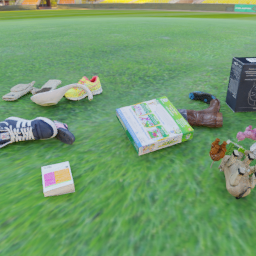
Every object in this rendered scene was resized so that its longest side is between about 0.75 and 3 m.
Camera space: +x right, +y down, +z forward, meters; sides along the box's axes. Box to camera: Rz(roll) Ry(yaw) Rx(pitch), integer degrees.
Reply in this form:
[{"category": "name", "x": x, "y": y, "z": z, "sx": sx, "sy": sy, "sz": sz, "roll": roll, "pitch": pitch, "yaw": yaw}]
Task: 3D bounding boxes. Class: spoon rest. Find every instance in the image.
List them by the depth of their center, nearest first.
[{"category": "spoon rest", "x": -3.103, "y": -1.580, "z": 13.168, "sx": 2.775, "sy": 0.841, "sz": 1.379, "roll": -7, "pitch": -3, "yaw": -18}]

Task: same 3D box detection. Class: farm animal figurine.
[{"category": "farm animal figurine", "x": 3.430, "y": 1.041, "z": 8.242, "sx": 2.327, "sy": 1.170, "sz": 1.879, "roll": -12, "pitch": 46, "yaw": -31}]

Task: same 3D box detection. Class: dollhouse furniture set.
[{"category": "dollhouse furniture set", "x": 3.578, "y": 0.755, "z": 9.444, "sx": 0.564, "sy": 0.432, "sz": 0.860, "roll": 29, "pitch": 13, "yaw": 6}]

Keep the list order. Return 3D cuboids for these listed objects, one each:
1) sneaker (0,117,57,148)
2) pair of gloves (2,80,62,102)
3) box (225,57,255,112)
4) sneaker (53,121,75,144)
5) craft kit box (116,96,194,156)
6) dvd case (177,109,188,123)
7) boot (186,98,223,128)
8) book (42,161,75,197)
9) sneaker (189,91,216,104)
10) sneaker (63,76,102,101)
[{"category": "sneaker", "x": -3.815, "y": 0.174, "z": 9.976, "sx": 2.433, "sy": 0.853, "sz": 1.320, "roll": 5, "pitch": 22, "yaw": 23}, {"category": "pair of gloves", "x": -4.832, "y": -1.876, "z": 14.395, "sx": 2.497, "sy": 0.438, "sz": 2.123, "roll": -1, "pitch": 32, "yaw": 8}, {"category": "box", "x": 5.538, "y": -1.960, "z": 12.563, "sx": 1.673, "sy": 2.254, "sz": 1.207, "roll": -1, "pitch": 28, "yaw": -3}, {"category": "sneaker", "x": -2.426, "y": 0.078, "z": 10.480, "sx": 1.685, "sy": 0.591, "sz": 0.691, "roll": 23, "pitch": 38, "yaw": 35}, {"category": "craft kit box", "x": 0.922, "y": -0.171, "z": 10.304, "sx": 2.146, "sy": 0.527, "sz": 2.173, "roll": -18, "pitch": 47, "yaw": -13}, {"category": "dvd case", "x": 1.302, "y": -0.179, "z": 10.845, "sx": 2.003, "sy": 0.160, "sz": 1.489, "roll": 0, "pitch": 50, "yaw": 4}, {"category": "boot", "x": 2.730, "y": -0.704, "z": 11.930, "sx": 2.318, "sy": 0.745, "sz": 2.161, "roll": 1, "pitch": 27, "yaw": 11}, {"category": "book", "x": -2.075, "y": 1.456, "z": 8.204, "sx": 0.838, "sy": 0.301, "sz": 1.255, "roll": -10, "pitch": 28, "yaw": -14}, {"category": "sneaker", "x": 3.731, "y": -1.571, "z": 13.702, "sx": 1.428, "sy": 0.523, "sz": 0.585, "roll": 21, "pitch": 34, "yaw": 34}, {"category": "sneaker", "x": -2.344, "y": -2.080, "z": 14.152, "sx": 2.236, "sy": 1.010, "sz": 0.874, "roll": -24, "pitch": 38, "yaw": -36}]
